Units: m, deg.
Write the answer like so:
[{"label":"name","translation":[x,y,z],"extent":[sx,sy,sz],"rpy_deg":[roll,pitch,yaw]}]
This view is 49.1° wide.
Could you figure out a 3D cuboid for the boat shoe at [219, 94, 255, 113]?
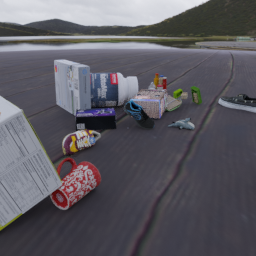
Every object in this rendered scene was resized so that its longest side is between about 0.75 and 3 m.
[{"label":"boat shoe","translation":[5.675,-1.304,13.688],"extent":[0.865,0.713,2.520],"rpy_deg":[-19,28,-41]}]

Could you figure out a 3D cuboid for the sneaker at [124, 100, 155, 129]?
[{"label":"sneaker","translation":[0.474,-0.501,10.975],"extent":[1.452,0.595,0.531],"rpy_deg":[37,60,0]}]

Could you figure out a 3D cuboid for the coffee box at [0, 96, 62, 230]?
[{"label":"coffee box","translation":[-2.924,0.663,5.795],"extent":[1.963,1.985,1.982],"rpy_deg":[-36,37,-25]}]

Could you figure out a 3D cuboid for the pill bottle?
[{"label":"pill bottle","translation":[-0.957,-1.911,13.941],"extent":[2.784,1.665,1.665],"rpy_deg":[-3,21,-7]}]

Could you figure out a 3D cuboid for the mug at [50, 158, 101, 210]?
[{"label":"mug","translation":[-1.342,1.308,6.616],"extent":[0.971,0.730,1.094],"rpy_deg":[28,34,18]}]

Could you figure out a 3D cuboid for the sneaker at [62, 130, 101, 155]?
[{"label":"sneaker","translation":[-1.502,0.419,9.193],"extent":[0.731,0.608,1.622],"rpy_deg":[1,20,21]}]

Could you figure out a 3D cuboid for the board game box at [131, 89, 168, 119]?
[{"label":"board game box","translation":[0.990,-1.138,12.811],"extent":[1.338,0.812,1.678],"rpy_deg":[4,25,19]}]

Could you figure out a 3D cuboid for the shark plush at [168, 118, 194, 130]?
[{"label":"shark plush","translation":[2.109,-0.133,11.118],"extent":[1.031,0.468,0.429],"rpy_deg":[7,52,7]}]

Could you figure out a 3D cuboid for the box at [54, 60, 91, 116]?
[{"label":"box","translation":[-2.628,-1.887,13.041],"extent":[0.600,2.271,2.913],"rpy_deg":[-12,23,-33]}]

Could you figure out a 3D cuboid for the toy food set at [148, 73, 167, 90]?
[{"label":"toy food set","translation":[1.838,-2.712,17.173],"extent":[0.993,0.936,2.080],"rpy_deg":[7,21,17]}]

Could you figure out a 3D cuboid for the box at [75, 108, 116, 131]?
[{"label":"box","translation":[-1.308,-0.374,11.360],"extent":[1.580,0.623,1.115],"rpy_deg":[-3,18,-8]}]

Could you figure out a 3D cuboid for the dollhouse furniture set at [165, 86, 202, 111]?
[{"label":"dollhouse furniture set","translation":[2.594,-1.240,14.059],"extent":[2.237,0.864,1.118],"rpy_deg":[-29,35,-15]}]
